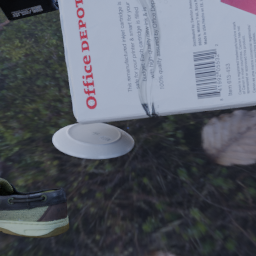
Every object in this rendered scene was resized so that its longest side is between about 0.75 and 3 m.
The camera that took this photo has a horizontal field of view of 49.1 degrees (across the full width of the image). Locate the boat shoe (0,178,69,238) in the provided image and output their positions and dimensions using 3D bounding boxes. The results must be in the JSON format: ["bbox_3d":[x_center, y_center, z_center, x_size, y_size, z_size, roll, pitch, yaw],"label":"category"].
[{"bbox_3d":[-1.209,0.695,2.610,1.398,0.512,0.453,4,84,6],"label":"boat shoe"}]

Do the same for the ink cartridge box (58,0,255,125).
[{"bbox_3d":[0.560,-1.190,4.091,2.727,1.974,1.150,-6,5,15],"label":"ink cartridge box"}]

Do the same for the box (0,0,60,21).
[{"bbox_3d":[-2.052,-3.849,6.725,2.732,2.189,0.595,-14,69,-2],"label":"box"}]

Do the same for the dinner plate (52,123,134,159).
[{"bbox_3d":[-0.567,0.139,4.722,1.369,0.166,1.369,6,24,-3],"label":"dinner plate"}]
